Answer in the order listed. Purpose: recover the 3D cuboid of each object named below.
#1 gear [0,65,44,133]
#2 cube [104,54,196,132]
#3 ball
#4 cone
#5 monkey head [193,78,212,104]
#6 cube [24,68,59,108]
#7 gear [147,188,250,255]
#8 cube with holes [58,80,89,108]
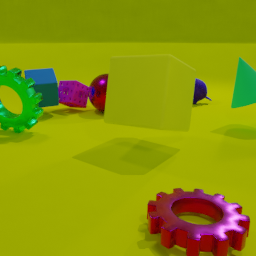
[{"bbox_3d":[-2.924,-0.687,6.970,1.658,1.658,0.307,5,27,15],"label":"gear"},{"bbox_3d":[0.494,-0.694,5.957,1.385,1.385,1.385,7,2,33],"label":"cube"},{"bbox_3d":[-0.650,-1.114,8.988,1.250,1.250,1.250,0,18,0],"label":"ball"},{"bbox_3d":[3.100,-1.282,7.301,1.202,1.206,1.202,-20,4,1],"label":"cone"},{"bbox_3d":[2.441,-1.397,10.247,0.800,1.328,0.956,-36,13,8],"label":"monkey head"},{"bbox_3d":[-2.632,-1.217,8.553,0.861,0.861,0.861,-9,44,-20],"label":"cube"},{"bbox_3d":[0.860,1.134,3.540,1.227,0.227,1.227,1,14,0],"label":"gear"},{"bbox_3d":[-1.814,-1.106,9.239,0.721,0.721,0.721,5,-9,31],"label":"cube with holes"}]
